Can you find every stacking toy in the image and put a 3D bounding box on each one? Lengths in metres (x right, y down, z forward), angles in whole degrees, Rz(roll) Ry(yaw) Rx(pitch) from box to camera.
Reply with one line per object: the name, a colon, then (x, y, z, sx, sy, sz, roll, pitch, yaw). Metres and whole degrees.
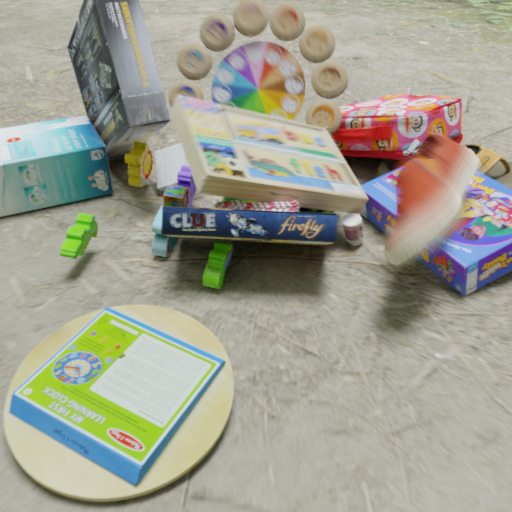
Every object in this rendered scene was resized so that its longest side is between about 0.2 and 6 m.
stacking toy: (-1.554, -0.827, 10.624, 2.800, 0.872, 3.713, 10, 41, 7)

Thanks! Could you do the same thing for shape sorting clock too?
shape sorting clock: (-1.702, 1.724, 7.143, 2.834, 0.556, 2.834, 2, 39, -2)

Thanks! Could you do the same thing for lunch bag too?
lunch bag: (2.898, -2.904, 12.718, 2.614, 1.216, 2.967, -24, 25, -38)

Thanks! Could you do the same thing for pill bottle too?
pill bottle: (1.783, -0.474, 10.255, 0.338, 0.592, 0.338, -9, 48, 11)

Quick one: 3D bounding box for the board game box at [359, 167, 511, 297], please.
board game box: (3.554, -0.752, 10.273, 2.018, 0.672, 3.002, -25, 41, -13)

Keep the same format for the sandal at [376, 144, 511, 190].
sandal: (4.421, -1.924, 12.084, 3.523, 0.951, 1.415, 4, 35, 6)

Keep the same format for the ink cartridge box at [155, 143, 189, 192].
ink cartridge box: (-1.618, -1.931, 11.943, 1.115, 0.264, 0.892, -12, 73, 22)

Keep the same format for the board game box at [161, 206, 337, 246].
board game box: (-0.086, -0.489, 9.553, 2.727, 0.472, 1.847, 3, 0, 2)

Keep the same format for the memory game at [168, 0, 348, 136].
memory game: (0.030, -3.572, 12.004, 3.906, 3.906, 0.249, 7, 1, 10)

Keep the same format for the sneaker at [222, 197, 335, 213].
sneaker: (0.532, -1.196, 10.885, 2.452, 0.908, 1.025, -4, 57, -10)

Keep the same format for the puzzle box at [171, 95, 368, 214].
puzzle box: (0.254, -1.784, 10.009, 3.268, 0.415, 2.174, 4, 46, -31)

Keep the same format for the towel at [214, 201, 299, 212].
towel: (0.036, -0.831, 9.657, 1.410, 0.211, 1.032, 3, 0, 4)

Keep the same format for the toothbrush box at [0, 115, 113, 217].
toothbrush box: (-4.696, -1.942, 11.922, 2.763, 1.178, 2.023, -16, 37, -19)

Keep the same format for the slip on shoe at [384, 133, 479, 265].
slip on shoe: (2.648, -0.982, 8.951, 1.017, 1.231, 3.324, 39, 47, 1)

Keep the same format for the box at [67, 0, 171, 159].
box: (-3.002, -3.734, 11.846, 0.851, 2.788, 3.520, -18, 5, -24)
